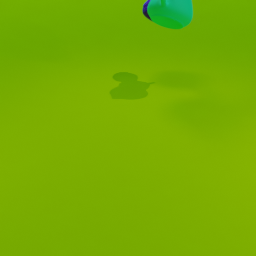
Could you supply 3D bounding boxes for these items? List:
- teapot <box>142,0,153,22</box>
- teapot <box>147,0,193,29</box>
[{"bbox_3d":[1.054,-3.985,9.362,1.122,0.884,1.804,-45,23,-10],"label":"teapot"},{"bbox_3d":[1.250,-3.395,7.861,1.279,1.008,2.058,19,5,21],"label":"teapot"}]
